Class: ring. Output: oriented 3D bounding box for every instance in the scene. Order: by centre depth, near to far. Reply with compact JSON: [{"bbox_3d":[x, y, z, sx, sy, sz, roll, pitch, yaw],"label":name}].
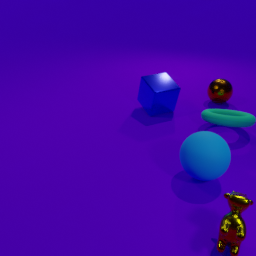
[{"bbox_3d":[2.821,-0.296,7.924,1.462,0.292,1.462,4,13,-1],"label":"ring"}]

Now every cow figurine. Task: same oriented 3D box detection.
[{"bbox_3d":[1.723,1.507,4.557,0.483,0.880,0.866,13,32,21],"label":"cow figurine"}]

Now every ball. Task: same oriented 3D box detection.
[{"bbox_3d":[1.644,0.596,6.012,1.054,1.054,1.054,0,29,0],"label":"ball"},{"bbox_3d":[3.198,-1.286,9.740,0.868,0.868,0.868,0,29,0],"label":"ball"}]

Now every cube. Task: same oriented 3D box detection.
[{"bbox_3d":[0.974,-1.096,9.083,0.954,0.954,0.954,-13,47,-22],"label":"cube"}]
